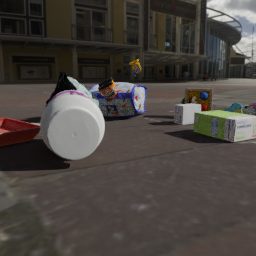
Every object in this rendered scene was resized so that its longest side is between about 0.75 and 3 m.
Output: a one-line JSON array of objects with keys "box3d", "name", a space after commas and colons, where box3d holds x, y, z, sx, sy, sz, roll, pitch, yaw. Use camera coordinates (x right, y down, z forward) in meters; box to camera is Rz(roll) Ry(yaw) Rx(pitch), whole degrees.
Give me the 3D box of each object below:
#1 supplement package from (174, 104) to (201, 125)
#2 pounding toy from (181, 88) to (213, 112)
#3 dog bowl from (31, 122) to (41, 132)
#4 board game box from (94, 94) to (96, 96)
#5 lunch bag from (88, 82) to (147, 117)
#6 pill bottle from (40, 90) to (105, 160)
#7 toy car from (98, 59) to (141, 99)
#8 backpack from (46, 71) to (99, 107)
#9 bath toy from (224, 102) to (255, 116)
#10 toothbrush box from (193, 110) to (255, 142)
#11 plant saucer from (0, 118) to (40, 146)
[{"box3d": [2.354, -0.558, 11.063, 0.946, 0.737, 0.525, -6, 13, -29], "name": "supplement package"}, {"box3d": [2.934, -1.048, 12.408, 1.505, 1.386, 1.070, 3, 1, 8], "name": "pounding toy"}, {"box3d": [-3.304, -0.020, 9.636, 0.856, 0.251, 0.856, 0, 11, 0], "name": "dog bowl"}, {"box3d": [-1.795, -0.888, 11.566, 1.131, 1.131, 0.146, 15, 7, 43], "name": "board game box"}, {"box3d": [-0.462, -1.287, 12.604, 2.189, 1.595, 2.575, 1, 2, 15], "name": "lunch bag"}, {"box3d": [-1.378, -0.124, 6.986, 1.504, 1.504, 2.678, -3, 12, -12], "name": "pill bottle"}, {"box3d": [-0.193, -1.847, 11.055, 2.183, 0.726, 1.071, -32, 26, -9], "name": "toy car"}, {"box3d": [-2.131, -1.059, 10.832, 1.361, 1.794, 2.150, 15, 14, -37], "name": "backpack"}, {"box3d": [4.977, -0.726, 11.471, 2.433, 0.899, 1.058, -9, 25, -39], "name": "bath toy"}, {"box3d": [3.089, -0.109, 8.900, 1.196, 0.707, 1.643, -6, 12, -32], "name": "toothbrush box"}, {"box3d": [-4.184, 0.175, 8.180, 2.452, 0.451, 2.456, 10, 14, 40], "name": "plant saucer"}]
